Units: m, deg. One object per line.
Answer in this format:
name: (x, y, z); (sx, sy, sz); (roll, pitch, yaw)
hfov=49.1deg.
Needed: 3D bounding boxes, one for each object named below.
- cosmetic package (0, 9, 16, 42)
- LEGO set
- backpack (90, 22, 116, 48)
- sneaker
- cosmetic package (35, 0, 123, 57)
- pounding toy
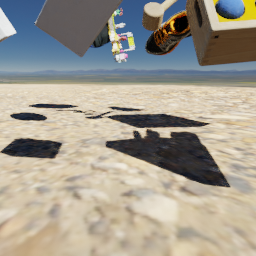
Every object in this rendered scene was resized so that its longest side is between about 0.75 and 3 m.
cosmetic package: (-3.447, -2.525, 6.776); (0.830, 1.006, 0.830); (-26, 24, 7)
LEGO set: (-0.218, -2.920, 8.269); (0.713, 1.917, 0.882); (-10, 12, -2)
backpack: (-1.294, -3.745, 9.655); (1.469, 1.808, 1.517); (-36, 34, -25)
sneaker: (1.382, -3.096, 8.976); (0.952, 0.965, 2.464); (-17, -4, -45)
cosmetic package: (-0.261, -1.786, 3.145); (0.720, 1.774, 1.001); (34, 42, -18)
pounding toy: (1.821, -2.873, 6.304); (2.970, 2.609, 1.359); (-6, -23, -2)
